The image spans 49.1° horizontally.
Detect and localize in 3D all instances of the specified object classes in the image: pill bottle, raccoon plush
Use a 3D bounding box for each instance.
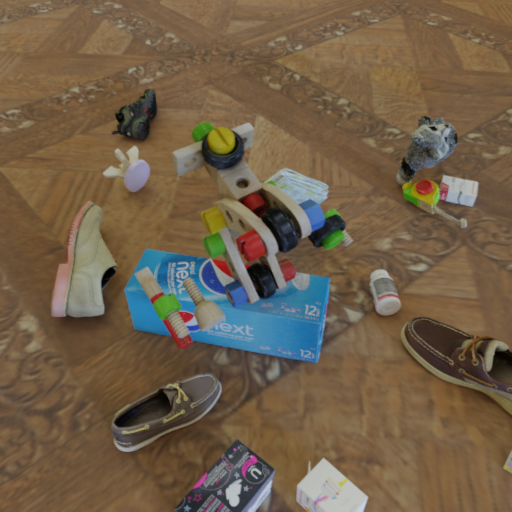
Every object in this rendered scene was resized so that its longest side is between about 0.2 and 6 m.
[{"bbox_3d":[2.382,0.664,10.470,0.460,0.460,0.832,-2,44,-2],"label":"pill bottle"},{"bbox_3d":[3.528,-2.009,11.888,0.976,2.018,1.352,27,43,16],"label":"raccoon plush"}]

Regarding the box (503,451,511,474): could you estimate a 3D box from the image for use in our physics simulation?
[{"bbox_3d":[4.191,2.954,8.237,0.724,0.398,0.824,30,53,27],"label":"box"}]

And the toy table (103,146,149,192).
[{"bbox_3d":[-2.861,-1.943,12.561,0.627,1.070,0.983,41,61,8],"label":"toy table"}]

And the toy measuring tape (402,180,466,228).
[{"bbox_3d":[3.948,-1.217,12.180,0.642,0.642,1.745,-30,47,-27],"label":"toy measuring tape"}]

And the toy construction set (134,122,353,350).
[{"bbox_3d":[-0.581,-0.469,8.390,3.153,2.630,2.423,-37,75,7],"label":"toy construction set"}]

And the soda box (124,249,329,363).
[{"bbox_3d":[-0.468,0.848,9.805,3.361,1.140,1.078,8,46,9],"label":"soda box"}]

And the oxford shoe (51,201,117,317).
[{"bbox_3d":[-3.196,0.079,10.870,1.025,0.983,2.777,10,50,-12],"label":"oxford shoe"}]

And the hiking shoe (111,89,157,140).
[{"bbox_3d":[-3.202,-3.827,14.762,0.978,0.736,1.943,6,46,1],"label":"hiking shoe"}]

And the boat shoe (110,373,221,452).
[{"bbox_3d":[-1.371,2.337,8.737,1.875,0.558,0.674,-24,50,-22],"label":"boat shoe"}]

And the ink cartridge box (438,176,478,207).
[{"bbox_3d":[4.576,-1.474,12.707,0.779,0.323,0.572,14,47,14],"label":"ink cartridge box"}]

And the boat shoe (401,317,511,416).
[{"bbox_3d":[3.717,1.670,9.081,2.807,1.010,1.012,34,54,29],"label":"boat shoe"}]

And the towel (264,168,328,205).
[{"bbox_3d":[0.465,-1.066,11.132,1.385,1.618,0.390,13,51,-44],"label":"towel"}]

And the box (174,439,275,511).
[{"bbox_3d":[-0.405,3.311,7.576,0.720,0.829,1.254,33,53,24],"label":"box"}]

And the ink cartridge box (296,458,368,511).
[{"bbox_3d":[0.985,3.323,7.744,0.901,0.579,0.564,34,55,31],"label":"ink cartridge box"}]
